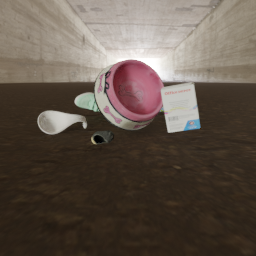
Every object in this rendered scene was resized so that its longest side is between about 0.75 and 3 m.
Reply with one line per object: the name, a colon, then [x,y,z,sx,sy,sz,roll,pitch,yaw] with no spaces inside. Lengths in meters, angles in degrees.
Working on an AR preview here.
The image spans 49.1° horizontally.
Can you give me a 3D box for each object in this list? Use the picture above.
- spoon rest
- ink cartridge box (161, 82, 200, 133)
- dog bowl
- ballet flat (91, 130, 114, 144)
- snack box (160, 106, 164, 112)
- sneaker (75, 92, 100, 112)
spoon rest: [-1.865,-0.186,8.172,1.509,0.750,0.457,-4,-26,-36]
ink cartridge box: [1.280,-0.511,6.801,0.788,1.090,0.462,-8,15,14]
dog bowl: [0.141,-1.034,8.080,2.130,2.130,0.786,-7,-11,-30]
ballet flat: [-0.631,0.238,6.413,0.266,0.312,0.938,-47,15,-29]
snack box: [0.257,-1.077,12.217,1.743,0.649,2.451,-9,14,-26]
sneaker: [-1.108,-0.832,10.577,1.706,0.628,1.007,4,29,-22]
